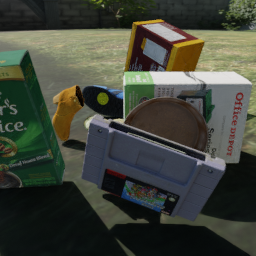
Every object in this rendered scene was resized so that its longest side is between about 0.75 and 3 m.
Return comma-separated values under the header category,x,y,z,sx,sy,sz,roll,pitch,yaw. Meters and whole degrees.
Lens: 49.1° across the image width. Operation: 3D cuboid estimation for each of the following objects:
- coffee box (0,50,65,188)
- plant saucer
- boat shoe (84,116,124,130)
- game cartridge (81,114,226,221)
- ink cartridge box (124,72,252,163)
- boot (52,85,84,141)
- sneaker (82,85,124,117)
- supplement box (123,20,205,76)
category,x,y,z,sx,sy,sz,roll,pitch,yaw
coffee box,-2.319,0.019,5.214,1.720,2.798,0.615,-3,39,1
plant saucer,0.777,0.173,6.115,1.873,1.873,0.323,1,24,2
boat shoe,-0.432,0.069,7.684,1.577,0.578,0.494,7,27,-29
game cartridge,0.301,0.726,4.611,2.139,1.386,0.411,19,34,6
ink cartridge box,1.314,-0.255,6.845,2.834,2.070,1.195,-1,23,-1
boot,-1.613,-0.407,7.775,1.024,1.430,0.503,-15,-9,36
sneaker,-0.240,-0.883,9.698,2.755,0.908,1.080,14,17,14
supplement box,1.336,-2.765,11.403,1.611,2.393,2.426,-22,50,-36
